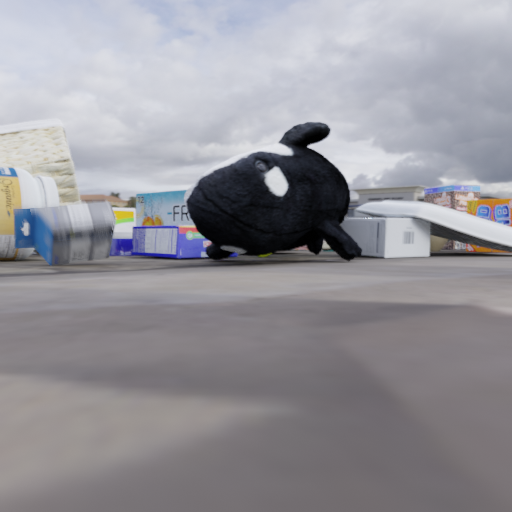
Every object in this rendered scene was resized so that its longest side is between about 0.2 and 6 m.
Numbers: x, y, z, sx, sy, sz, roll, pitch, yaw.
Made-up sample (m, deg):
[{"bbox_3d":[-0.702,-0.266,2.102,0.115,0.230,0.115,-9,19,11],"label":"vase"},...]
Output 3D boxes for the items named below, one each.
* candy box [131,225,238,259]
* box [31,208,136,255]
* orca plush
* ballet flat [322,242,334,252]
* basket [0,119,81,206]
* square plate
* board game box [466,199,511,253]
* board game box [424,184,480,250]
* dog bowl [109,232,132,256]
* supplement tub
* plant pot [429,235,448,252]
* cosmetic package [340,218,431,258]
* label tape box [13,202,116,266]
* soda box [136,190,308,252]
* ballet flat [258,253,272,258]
[{"bbox_3d":[-1.211,-0.236,9.418,1.222,0.557,1.446,0,3,-43],"label":"candy box"},{"bbox_3d":[-3.528,-0.513,11.523,1.057,0.952,1.879,0,2,41],"label":"box"},{"bbox_3d":[0.714,-0.323,8.285,2.472,1.670,4.699,-44,-15,4],"label":"orca plush"},{"bbox_3d":[2.546,-0.427,13.453,1.998,0.694,0.694,0,2,0],"label":"ballet flat"},{"bbox_3d":[-4.190,-1.154,9.413,2.389,1.619,1.474,-16,40,-22],"label":"basket"},{"bbox_3d":[3.741,-0.606,10.993,2.831,0.403,2.804,14,3,-13],"label":"square plate"},{"bbox_3d":[5.697,-0.690,12.995,1.206,1.207,1.206,2,3,42],"label":"board game box"},{"bbox_3d":[5.369,-1.039,15.436,0.844,1.743,1.389,0,1,-17],"label":"board game box"},{"bbox_3d":[-2.565,-0.240,10.903,1.176,0.463,1.176,0,2,0],"label":"dog bowl"},{"bbox_3d":[-3.923,-0.601,7.992,1.900,1.375,1.375,-2,3,-34],"label":"supplement tub"},{"bbox_3d":[4.097,-0.562,13.531,1.376,0.924,1.376,0,1,0],"label":"plant pot"},{"bbox_3d":[2.268,-0.331,9.915,1.124,0.693,1.128,-1,6,-33],"label":"cosmetic package"},{"bbox_3d":[-2.308,-0.244,6.754,1.090,0.345,0.786,-8,-32,-27],"label":"label tape box"},{"bbox_3d":[-0.897,-0.824,12.953,4.279,1.463,1.360,1,2,37],"label":"soda box"},{"bbox_3d":[0.222,-0.943,9.605,0.639,1.913,0.641,14,-7,22],"label":"ballet flat"}]
